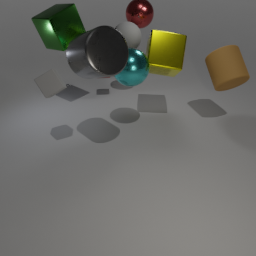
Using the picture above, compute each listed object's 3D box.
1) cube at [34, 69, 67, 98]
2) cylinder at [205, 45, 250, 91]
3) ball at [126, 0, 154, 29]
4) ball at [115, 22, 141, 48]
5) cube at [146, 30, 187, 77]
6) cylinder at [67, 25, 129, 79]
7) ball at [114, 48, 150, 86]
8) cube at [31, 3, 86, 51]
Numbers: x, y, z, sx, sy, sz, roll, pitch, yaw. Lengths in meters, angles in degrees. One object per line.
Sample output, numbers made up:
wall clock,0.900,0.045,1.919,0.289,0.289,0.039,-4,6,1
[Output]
cube,-2.527,-1.453,9.200,0.700,0.700,0.700,-31,9,0
cylinder,4.028,-2.412,11.422,1.400,1.400,1.400,-10,76,-17
ball,0.578,-5.664,13.870,1.400,1.400,1.400,0,31,0
ball,-0.058,-4.339,13.380,1.400,1.400,1.400,0,31,0
cube,1.463,-2.985,11.401,1.400,1.400,1.400,9,-1,-3
cylinder,-0.926,-2.206,8.361,1.400,1.400,1.400,-20,17,-30
ball,0.104,-2.251,10.411,1.400,1.400,1.400,0,31,0
cube,-2.850,-4.222,11.719,1.400,1.400,1.400,20,54,41
